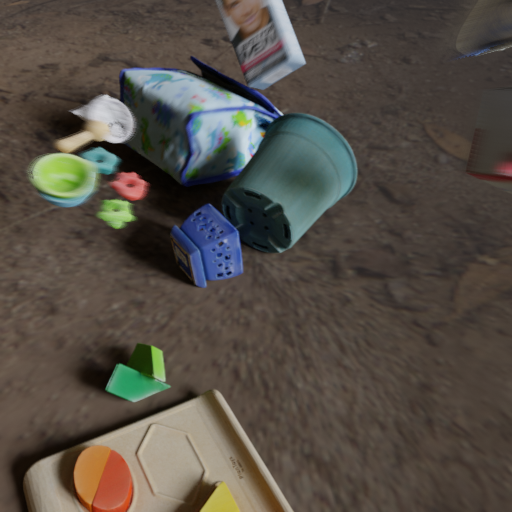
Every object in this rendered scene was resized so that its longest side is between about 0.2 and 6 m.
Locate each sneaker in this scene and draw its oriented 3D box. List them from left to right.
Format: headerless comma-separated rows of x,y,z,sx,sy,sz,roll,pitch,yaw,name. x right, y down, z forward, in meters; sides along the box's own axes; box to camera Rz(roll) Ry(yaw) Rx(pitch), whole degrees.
2.447,-1.986,4.780,1.092,1.491,0.601,38,77,9,sneaker

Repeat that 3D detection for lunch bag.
-0.861,-2.586,10.472,2.694,1.717,2.291,-17,43,-40,lunch bag

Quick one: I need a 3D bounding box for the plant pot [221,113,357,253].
0.426,-1.043,8.674,1.713,1.713,1.678,22,52,24,plant pot

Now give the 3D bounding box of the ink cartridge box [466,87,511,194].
3.028,-1.208,6.296,1.314,0.958,0.544,12,0,-39,ink cartridge box

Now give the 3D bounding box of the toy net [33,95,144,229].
-2.069,-1.491,7.625,1.278,0.470,2.436,12,51,-8,toy net

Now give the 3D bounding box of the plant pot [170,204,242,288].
-0.746,-0.106,8.106,0.762,0.848,0.848,-28,47,-21,plant pot

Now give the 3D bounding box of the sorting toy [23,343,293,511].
-1.191,2.132,5.718,2.228,0.444,3.014,-20,45,-22,sorting toy

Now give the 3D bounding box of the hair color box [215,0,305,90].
0.023,-3.827,9.257,0.913,1.844,0.559,-23,-5,31,hair color box
